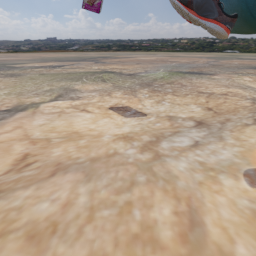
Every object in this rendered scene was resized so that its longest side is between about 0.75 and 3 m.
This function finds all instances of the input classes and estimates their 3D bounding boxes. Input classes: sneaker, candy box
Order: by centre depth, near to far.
[{"bbox_3d":[1.541,-2.443,5.734,1.536,0.629,0.592,37,11,10],"label":"sneaker"},{"bbox_3d":[-1.263,-4.884,10.384,0.721,1.057,0.322,17,36,-2],"label":"candy box"}]

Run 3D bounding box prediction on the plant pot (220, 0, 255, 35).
[{"bbox_3d":[3.249,-3.482,7.554,2.159,2.159,2.029,-10,5,-29],"label":"plant pot"}]
